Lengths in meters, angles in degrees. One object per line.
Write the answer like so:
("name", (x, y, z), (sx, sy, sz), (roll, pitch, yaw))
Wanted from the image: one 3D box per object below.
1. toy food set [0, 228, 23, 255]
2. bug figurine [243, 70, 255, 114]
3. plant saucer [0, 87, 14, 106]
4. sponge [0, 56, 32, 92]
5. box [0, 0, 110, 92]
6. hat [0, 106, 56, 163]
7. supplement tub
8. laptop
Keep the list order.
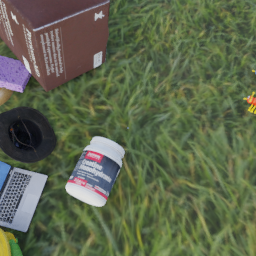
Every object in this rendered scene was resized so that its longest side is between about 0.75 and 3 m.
("toy food set", (-2.825, 3.507, 6.479), (1.426, 0.792, 2.424), (-31, 62, 24))
("bug figurine", (4.478, -1.182, 8.918), (1.315, 0.436, 1.696), (22, 66, 10))
("plant saucer", (-4.583, -1.388, 9.090), (1.712, 0.303, 1.712), (0, 65, 0))
("sponge", (-4.217, -1.854, 8.960), (2.057, 0.307, 1.147), (13, 51, -6))
("box", (-2.418, -3.285, 8.636), (2.410, 2.435, 2.935), (-33, 68, -25))
("hat", (-2.979, 0.301, 7.898), (1.833, 0.739, 1.833), (29, 43, -32))
("supplement tub", (-0.832, 1.147, 7.418), (1.113, 1.113, 1.586), (20, 66, 9))
("laptop", (-3.232, 1.665, 7.258), (1.672, 0.969, 1.566), (13, 66, 6))
